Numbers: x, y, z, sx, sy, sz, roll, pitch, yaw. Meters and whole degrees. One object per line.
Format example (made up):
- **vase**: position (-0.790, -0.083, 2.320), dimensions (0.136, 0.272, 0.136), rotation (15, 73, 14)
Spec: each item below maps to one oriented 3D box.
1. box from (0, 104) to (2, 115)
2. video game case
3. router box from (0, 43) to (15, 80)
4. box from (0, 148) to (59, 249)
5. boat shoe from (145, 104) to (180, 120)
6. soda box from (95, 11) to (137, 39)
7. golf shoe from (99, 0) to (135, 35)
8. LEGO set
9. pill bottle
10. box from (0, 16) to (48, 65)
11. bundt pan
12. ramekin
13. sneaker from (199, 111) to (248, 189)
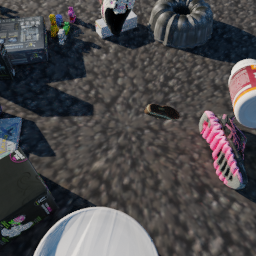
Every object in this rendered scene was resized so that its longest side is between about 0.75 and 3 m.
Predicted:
- **box**: position (-3.914, -0.476, 7.859), dimensions (0.435, 0.501, 0.820), rotation (-4, 31, -3)
- **video game case**: position (-3.672, 0.376, 7.598), dimensions (1.363, 0.165, 1.496), rotation (-5, 54, -3)
- **router box**: position (-4.469, -2.043, 8.749), dimensions (1.511, 1.132, 0.469), rotation (-2, 55, -2)
- **box**: position (-2.715, 1.600, 6.110), dimensions (1.822, 1.133, 1.353), rotation (-32, 60, -21)
- **boat shoe**: position (0.740, -0.331, 6.173), dimensions (0.826, 0.306, 0.305), rotation (17, 62, -25)
- **soda box**: position (-0.427, -3.897, 10.496), dimensions (1.516, 0.483, 0.516), rotation (-25, 58, -16)
- **golf shoe**: position (-0.096, -3.616, 7.085), dimensions (1.036, 2.853, 1.314), rotation (-6, 73, -12)
- **LEGO set**: position (-2.527, -3.953, 10.389), dimensions (0.670, 0.721, 1.757), rotation (6, 54, 5)
- **pill bottle**: position (2.674, -0.816, 6.020), dimensions (0.911, 0.911, 1.613), rotation (7, 41, 5)
- **box**: position (-4.100, -3.020, 9.767), dimensions (2.462, 0.628, 1.941), rotation (-9, 54, -7)
- **bundt pan**: position (1.981, -4.104, 10.371), dimensions (2.519, 0.945, 2.519), rotation (0, 55, 1)
- **ramekin**: position (-0.572, 2.782, 5.290), dimensions (2.330, 1.085, 2.330), rotation (0, 55, 0)
- **sneaker**: position (2.680, 0.471, 7.205), dimensions (1.076, 0.891, 2.256), rotation (-1, 54, -14)
